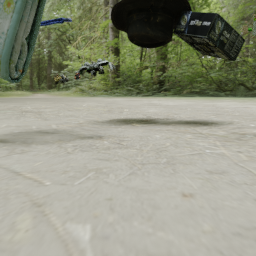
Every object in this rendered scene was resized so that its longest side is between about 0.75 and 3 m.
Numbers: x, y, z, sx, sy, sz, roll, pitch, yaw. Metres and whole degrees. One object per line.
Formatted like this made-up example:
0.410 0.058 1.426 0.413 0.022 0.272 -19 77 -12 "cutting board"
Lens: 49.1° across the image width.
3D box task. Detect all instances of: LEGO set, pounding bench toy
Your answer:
-1.004 -1.438 6.733 1.056 0.461 1.626 -3 15 38 "LEGO set"
3.498 -2.573 7.173 0.712 0.567 0.913 -2 6 -33 "pounding bench toy"

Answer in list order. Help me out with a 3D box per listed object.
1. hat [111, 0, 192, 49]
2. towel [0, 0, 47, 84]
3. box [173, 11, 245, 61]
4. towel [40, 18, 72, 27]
0.866 -3.641 10.239 2.983 1.203 2.983 -2 -12 0 "hat"
-3.049 -2.806 6.536 2.485 2.903 0.699 29 14 25 "towel"
2.860 -3.234 9.880 1.948 0.839 1.596 19 9 -40 "box"
-2.049 -2.856 7.636 0.888 0.146 1.226 -9 20 4 "towel"
